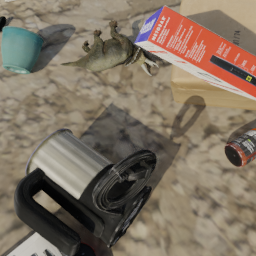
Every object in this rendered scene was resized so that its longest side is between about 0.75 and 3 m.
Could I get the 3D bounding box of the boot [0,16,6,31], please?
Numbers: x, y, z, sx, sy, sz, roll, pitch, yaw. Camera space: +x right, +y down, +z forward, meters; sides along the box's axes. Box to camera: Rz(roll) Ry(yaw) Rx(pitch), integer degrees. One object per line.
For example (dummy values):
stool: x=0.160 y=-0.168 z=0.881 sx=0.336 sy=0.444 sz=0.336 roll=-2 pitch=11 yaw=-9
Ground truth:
boot: x=-4.488 y=-3.469 z=9.333 sx=0.613 sy=0.277 sz=0.748 roll=10 pitch=63 yaw=8

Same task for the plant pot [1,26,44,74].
plant pot: x=-3.134 y=-2.177 z=8.125 sx=1.145 sy=1.145 sz=1.076 roll=9 pitch=85 yaw=5

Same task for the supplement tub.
supplement tub: x=3.064 y=0.423 z=6.922 sx=1.242 sy=0.664 sz=0.664 roll=-26 pitch=64 yaw=-14

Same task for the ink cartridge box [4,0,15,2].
ink cartridge box: x=-4.072 y=-5.602 z=10.223 sx=1.364 sy=0.791 sz=1.848 roll=-17 pitch=61 yaw=-10

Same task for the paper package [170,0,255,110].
paper package: x=2.543 y=-2.003 z=7.506 sx=2.593 sy=1.407 sz=2.720 roll=6 pitch=71 yaw=11

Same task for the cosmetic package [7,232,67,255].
cosmetic package: x=-2.351 y=3.238 z=4.930 sx=2.954 sy=0.748 sz=1.219 roll=-38 pitch=69 yaw=-18

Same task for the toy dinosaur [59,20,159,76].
toy dinosaur: x=-0.624 y=-2.212 z=8.163 sx=2.824 sy=1.087 sz=1.444 roll=-11 pitch=56 yaw=-9

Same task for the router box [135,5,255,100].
router box: x=1.229 y=-1.360 z=5.199 sx=2.058 sy=2.293 sz=0.560 roll=25 pitch=103 yaw=-11

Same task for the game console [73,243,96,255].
game console: x=-1.386 y=3.522 z=5.367 sx=2.190 sy=0.340 sz=1.936 roll=-24 pitch=63 yaw=-12

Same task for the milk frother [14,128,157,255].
milk frother: x=-0.769 y=0.840 z=5.485 sx=2.339 sy=2.487 sz=2.244 roll=33 pitch=21 yaw=16
